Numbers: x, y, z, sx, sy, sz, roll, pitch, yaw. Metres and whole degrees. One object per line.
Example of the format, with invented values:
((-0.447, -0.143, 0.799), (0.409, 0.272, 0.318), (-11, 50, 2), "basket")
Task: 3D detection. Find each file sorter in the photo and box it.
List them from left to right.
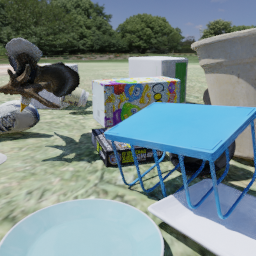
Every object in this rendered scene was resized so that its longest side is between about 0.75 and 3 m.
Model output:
((0.926, 0.438, 4.819), (2.094, 1.285, 1.453), (9, 31, 45), "file sorter")

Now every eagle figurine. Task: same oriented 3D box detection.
((-2.443, -1.258, 7.295), (1.826, 1.836, 2.419), (-32, 17, 14), "eagle figurine")

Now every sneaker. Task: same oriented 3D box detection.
((-3.957, -0.098, 8.225), (2.695, 1.038, 1.148), (-6, 26, 5), "sneaker")

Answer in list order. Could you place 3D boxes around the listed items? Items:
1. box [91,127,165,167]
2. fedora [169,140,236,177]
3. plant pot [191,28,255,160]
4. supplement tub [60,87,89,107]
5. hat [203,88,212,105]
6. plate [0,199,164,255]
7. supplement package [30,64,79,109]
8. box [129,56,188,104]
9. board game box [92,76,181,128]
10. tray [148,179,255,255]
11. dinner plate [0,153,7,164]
((-0.070, 0.392, 7.185), (1.462, 0.404, 1.825), (-5, 17, -17), "box")
((1.647, 0.486, 6.117), (1.428, 1.428, 0.652), (12, -15, 37), "fedora")
((3.129, -0.813, 6.669), (2.993, 2.739, 2.993), (-7, 10, 1), "plant pot")
((-2.143, -1.287, 11.247), (1.012, 0.734, 0.734), (18, 13, -13), "supplement tub")
((3.666, -0.752, 9.942), (2.148, 0.866, 2.148), (-6, 40, 5), "hat")
((-0.573, 1.525, 3.551), (2.051, 0.262, 2.051), (-1, 17, 0), "plate")
((-3.496, -1.981, 12.848), (1.805, 1.791, 2.378), (3, 16, 10), "supplement package")
((1.337, -2.124, 12.720), (1.836, 2.132, 2.143), (-13, 21, -38), "box")
((0.281, -1.026, 10.147), (2.859, 1.472, 1.499), (-7, 17, -22), "board game box")
((1.772, 1.482, 3.577), (1.565, 0.323, 2.914), (-12, 20, -38), "tray")
((-3.391, 0.733, 6.547), (1.032, 0.125, 1.032), (1, 17, 0), "dinner plate")
